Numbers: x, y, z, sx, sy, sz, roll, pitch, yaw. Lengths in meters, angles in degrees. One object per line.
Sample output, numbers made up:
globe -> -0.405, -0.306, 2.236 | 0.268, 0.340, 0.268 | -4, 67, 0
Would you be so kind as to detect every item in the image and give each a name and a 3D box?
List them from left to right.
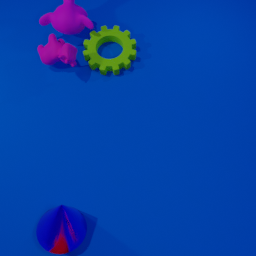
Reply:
cow figurine -> -2.155, -2.236, 8.577 | 1.277, 0.701, 1.257 | -30, 66, 25
cone -> -1.569, 2.130, 6.650 | 1.252, 1.256, 1.252 | 6, 46, -7
monkey head -> -1.910, -3.651, 8.898 | 1.752, 1.260, 1.056 | 6, 53, 5
gear -> -0.586, -2.546, 9.128 | 1.712, 0.317, 1.712 | 0, 70, 1
